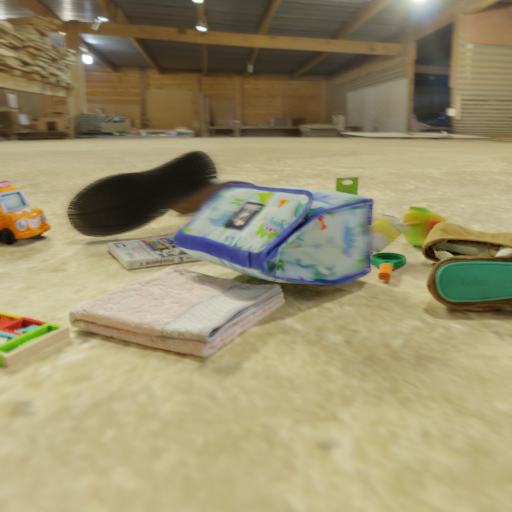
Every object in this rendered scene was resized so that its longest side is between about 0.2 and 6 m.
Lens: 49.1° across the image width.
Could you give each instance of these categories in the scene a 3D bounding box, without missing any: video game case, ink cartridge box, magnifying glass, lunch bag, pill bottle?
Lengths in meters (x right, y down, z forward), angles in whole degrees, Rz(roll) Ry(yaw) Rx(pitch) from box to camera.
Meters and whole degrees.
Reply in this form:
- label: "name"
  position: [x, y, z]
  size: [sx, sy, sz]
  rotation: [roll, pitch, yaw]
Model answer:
- label: "video game case"
  position: [-2.000, -0.091, 10.968]
  size: [1.492, 0.188, 1.637]
  rotation: [-8, 16, -25]
- label: "ink cartridge box"
  position: [2.487, -1.591, 14.969]
  size: [0.718, 0.972, 0.368]
  rotation: [-5, 16, -17]
- label: "magnifying glass"
  position: [2.339, 0.171, 10.009]
  size: [0.626, 0.176, 1.573]
  rotation: [3, 12, 16]
- label: "lunch bag"
  position: [0.293, -0.318, 9.068]
  size: [2.558, 1.630, 2.175]
  rotation: [-17, 20, -40]
- label: "pill bottle"
  position: [2.349, -0.384, 10.725]
  size: [0.881, 0.495, 0.495]
  rotation: [-38, 28, -15]

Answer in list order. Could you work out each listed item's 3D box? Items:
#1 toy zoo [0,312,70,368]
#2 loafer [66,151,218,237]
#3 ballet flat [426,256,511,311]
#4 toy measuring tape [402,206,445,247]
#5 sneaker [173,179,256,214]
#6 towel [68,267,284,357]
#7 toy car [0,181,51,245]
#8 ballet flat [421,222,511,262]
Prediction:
- label: "toy zoo"
  position: [-3.250, 0.996, 7.003]
  size: [1.499, 0.153, 0.983]
  rotation: [8, 17, 25]
- label: "loafer"
  position: [-2.564, -1.280, 12.866]
  size: [3.580, 1.307, 1.271]
  rotation: [-23, 0, -26]
- label: "ballet flat"
  position: [3.926, 0.420, 8.069]
  size: [2.902, 0.984, 1.050]
  rotation: [-2, -4, 9]
- label: "toy measuring tape"
  position: [3.704, -0.481, 11.921]
  size: [0.807, 0.807, 2.195]
  rotation: [15, -1, 43]
- label: "sneaker"
  position: [-1.145, -1.837, 15.460]
  size: [2.389, 0.837, 1.296]
  rotation: [-8, 29, 0]
- label: "towel"
  position: [-1.019, 0.668, 7.831]
  size: [2.183, 0.368, 2.286]
  rotation: [7, 16, 26]
- label: "toy car"
  position: [-6.211, -0.733, 11.229]
  size: [1.905, 1.293, 3.885]
  rotation: [10, 17, 33]
- label: "ballet flat"
  position: [4.075, 0.045, 9.675]
  size: [0.843, 0.918, 2.674]
  rotation: [-40, 31, -24]
